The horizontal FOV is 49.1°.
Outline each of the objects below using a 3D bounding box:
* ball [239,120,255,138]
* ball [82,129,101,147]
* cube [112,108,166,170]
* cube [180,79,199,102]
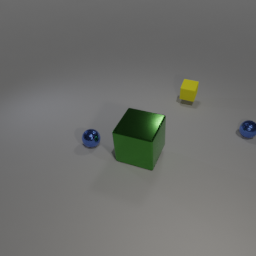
[{"bbox_3d":[4.740,0.045,10.994,0.700,0.700,0.700,0,33,0],"label":"ball"},{"bbox_3d":[-1.380,0.378,10.496,0.700,0.700,0.700,0,33,0],"label":"ball"},{"bbox_3d":[0.424,0.360,9.669,1.400,1.400,1.400,13,44,20],"label":"cube"},{"bbox_3d":[2.875,-1.775,13.190,0.700,0.700,0.700,15,53,18],"label":"cube"}]
